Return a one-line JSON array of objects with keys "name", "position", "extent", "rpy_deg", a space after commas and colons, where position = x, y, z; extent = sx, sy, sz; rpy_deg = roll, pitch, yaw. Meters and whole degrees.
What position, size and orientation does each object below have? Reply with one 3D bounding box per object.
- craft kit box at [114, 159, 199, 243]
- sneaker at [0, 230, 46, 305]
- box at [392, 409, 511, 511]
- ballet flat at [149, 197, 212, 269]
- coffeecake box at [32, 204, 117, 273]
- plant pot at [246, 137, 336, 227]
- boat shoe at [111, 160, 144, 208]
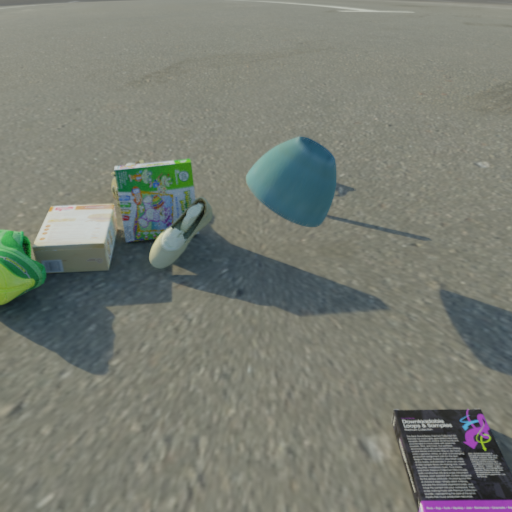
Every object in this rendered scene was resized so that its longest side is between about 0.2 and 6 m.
[{"name": "craft kit box", "position": [-1.954, -1.091, 11.133], "extent": [1.494, 1.513, 0.367], "rpy_deg": [-9, 23, -11]}, {"name": "sneaker", "position": [-4.765, -0.003, 10.080], "extent": [1.228, 1.088, 2.938], "rpy_deg": [-13, 35, -44]}, {"name": "box", "position": [2.329, 2.463, 6.550], "extent": [1.144, 0.289, 1.600], "rpy_deg": [0, 33, -1]}, {"name": "ballet flat", "position": [-1.401, -0.477, 10.431], "extent": [0.571, 0.571, 1.643], "rpy_deg": [21, 60, 31]}, {"name": "coffeecake box", "position": [-3.454, -0.373, 10.886], "extent": [1.285, 0.612, 1.674], "rpy_deg": [-3, 31, -5]}, {"name": "plant pot", "position": [0.787, -1.441, 9.916], "extent": [1.622, 1.093, 1.622], "rpy_deg": [25, 30, -16]}, {"name": "boat shoe", "position": [-2.746, -1.380, 12.406], "extent": [0.829, 0.906, 2.423], "rpy_deg": [-15, 29, -7]}]
